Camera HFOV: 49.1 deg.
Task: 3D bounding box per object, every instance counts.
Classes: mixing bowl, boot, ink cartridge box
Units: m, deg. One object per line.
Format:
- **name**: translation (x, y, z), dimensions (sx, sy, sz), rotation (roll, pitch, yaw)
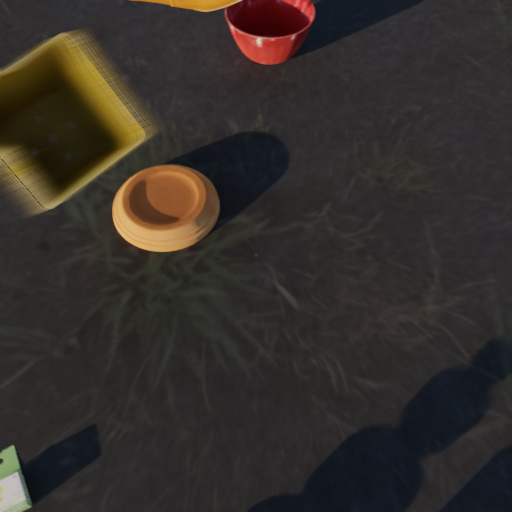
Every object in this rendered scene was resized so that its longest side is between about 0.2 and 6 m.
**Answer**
- **mixing bowl**: translation (0.276, -4.595, 11.472), dimensions (1.777, 0.962, 1.777), rotation (0, 57, 0)
- **boot**: translation (-1.498, -4.057, 7.862), dimensions (2.836, 0.998, 2.030), rotation (9, 20, 25)
- **ink cartridge box**: translation (-3.226, 2.859, 6.967), dimensions (0.616, 0.203, 0.847), rotation (-24, 61, -15)

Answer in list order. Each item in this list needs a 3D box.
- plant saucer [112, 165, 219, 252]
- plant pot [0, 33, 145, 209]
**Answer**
- **plant saucer**: translation (-1.519, -0.891, 9.382), dimensions (1.801, 0.337, 1.801), rotation (0, 56, 0)
- **plant pot**: translation (-2.268, -1.406, 6.304), dimensions (1.337, 1.179, 1.337), rotation (-42, 106, -16)
